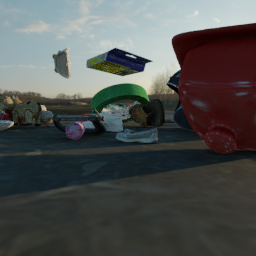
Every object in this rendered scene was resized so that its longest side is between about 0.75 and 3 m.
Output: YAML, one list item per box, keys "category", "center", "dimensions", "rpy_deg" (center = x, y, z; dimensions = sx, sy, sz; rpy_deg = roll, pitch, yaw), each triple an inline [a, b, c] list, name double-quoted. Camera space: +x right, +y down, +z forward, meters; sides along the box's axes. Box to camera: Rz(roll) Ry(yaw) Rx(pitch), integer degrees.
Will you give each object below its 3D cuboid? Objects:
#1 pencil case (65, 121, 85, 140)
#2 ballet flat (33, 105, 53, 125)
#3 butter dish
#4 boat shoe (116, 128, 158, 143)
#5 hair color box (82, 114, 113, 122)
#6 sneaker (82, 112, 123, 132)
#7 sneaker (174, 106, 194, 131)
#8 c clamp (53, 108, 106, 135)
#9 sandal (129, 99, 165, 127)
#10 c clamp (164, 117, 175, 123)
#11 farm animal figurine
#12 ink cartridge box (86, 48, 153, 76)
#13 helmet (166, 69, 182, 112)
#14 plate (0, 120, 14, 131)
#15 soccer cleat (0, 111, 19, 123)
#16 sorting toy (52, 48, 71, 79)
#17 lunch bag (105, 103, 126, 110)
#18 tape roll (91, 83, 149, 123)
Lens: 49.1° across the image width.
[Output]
- category: "pencil case"
  center: [-1.258, 0.042, 6.742]
  dimensions: [0.423, 0.423, 0.967]
  rpy_deg: [0, 4, -4]
- category: "ballet flat"
  center: [-3.917, -0.647, 12.556]
  dimensions: [0.768, 0.746, 2.157]
  rpy_deg: [-16, -14, 5]
- category: "butter dish"
  center: [1.688, -0.332, 4.453]
  dimensions: [2.196, 1.623, 2.190]
  rpy_deg: [8, -33, 40]
- category: "boat shoe"
  center: [0.183, 0.144, 5.906]
  dimensions: [0.965, 0.309, 0.356]
  rpy_deg: [2, 4, 33]
- category: "hair color box"
  center: [-1.297, -0.314, 11.597]
  dimensions: [0.905, 0.546, 1.784]
  rpy_deg: [-1, 3, -20]
- category: "sneaker"
  center: [-0.913, -0.174, 8.629]
  dimensions: [1.610, 0.645, 0.566]
  rpy_deg: [-3, 6, -28]
- category: "sneaker"
  center: [2.114, -0.338, 7.941]
  dimensions: [2.683, 1.020, 1.939]
  rpy_deg: [4, 3, 41]
- category: "c clamp"
  center: [-1.266, -0.166, 7.241]
  dimensions: [1.636, 0.222, 1.398]
  rpy_deg: [-2, -26, 21]
- category: "sandal"
  center: [0.632, -0.564, 11.756]
  dimensions: [0.776, 1.162, 2.844]
  rpy_deg: [-20, 13, -25]
- category: "c clamp"
  center: [2.357, -0.488, 16.511]
  dimensions: [2.343, 0.317, 2.002]
  rpy_deg: [-2, 4, -25]
- category: "farm animal figurine"
  center: [-4.393, -0.699, 10.962]
  dimensions: [2.335, 1.231, 2.361]
  rpy_deg: [1, -1, 8]
- category: "ink cartridge box"
  center: [-0.370, -2.751, 12.090]
  dimensions: [2.079, 0.494, 2.103]
  rpy_deg: [8, -3, -38]
- category: "helmet"
  center: [2.654, -1.146, 10.376]
  dimensions: [2.456, 2.342, 2.456]
  rpy_deg: [0, 3, 0]
- category: "plate"
  center: [-5.115, -0.085, 9.533]
  dimensions: [2.062, 0.334, 2.066]
  rpy_deg: [-1, 3, -30]
- category: "soccer cleat"
  center: [-5.736, -0.433, 12.925]
  dimensions: [2.173, 0.746, 0.926]
  rpy_deg: [-9, -14, -28]
- category: "sorting toy"
  center: [-1.930, -2.091, 8.606]
  dimensions: [0.466, 0.872, 0.785]
  rpy_deg: [8, 35, 8]
- category: "lunch bag"
  center: [-0.922, -0.889, 16.497]
  dimensions: [1.833, 1.118, 1.562]
  rpy_deg: [-1, 2, -39]
- category: "tape roll"
  center: [-0.356, -1.045, 12.856]
  dimensions: [2.651, 0.637, 2.651]
  rpy_deg: [-11, -24, -5]
